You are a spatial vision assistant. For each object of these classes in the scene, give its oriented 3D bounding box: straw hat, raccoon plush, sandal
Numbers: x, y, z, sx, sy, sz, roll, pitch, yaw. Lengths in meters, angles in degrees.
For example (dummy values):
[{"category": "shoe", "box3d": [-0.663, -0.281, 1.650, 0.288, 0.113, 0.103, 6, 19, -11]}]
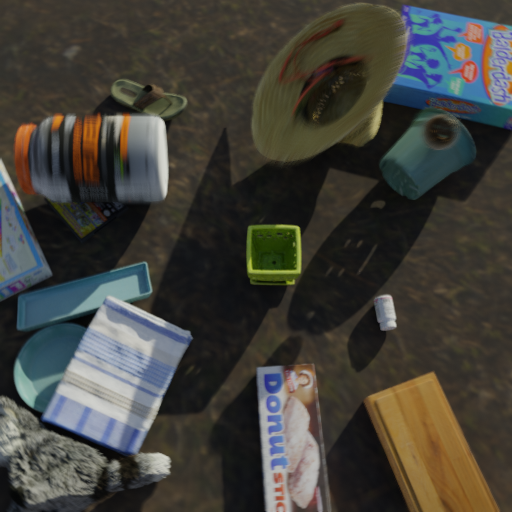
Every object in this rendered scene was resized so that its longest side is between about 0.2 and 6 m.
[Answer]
[{"category": "straw hat", "box3d": [1.746, -3.139, 11.415, 3.847, 1.628, 3.847, -25, 49, 32]}, {"category": "raccoon plush", "box3d": [-3.151, 3.266, 9.545, 2.931, 1.418, 1.963, -1, 50, -30]}, {"category": "sandal", "box3d": [-2.414, -3.488, 12.353, 1.800, 0.514, 0.715, 18, 69, 7]}]

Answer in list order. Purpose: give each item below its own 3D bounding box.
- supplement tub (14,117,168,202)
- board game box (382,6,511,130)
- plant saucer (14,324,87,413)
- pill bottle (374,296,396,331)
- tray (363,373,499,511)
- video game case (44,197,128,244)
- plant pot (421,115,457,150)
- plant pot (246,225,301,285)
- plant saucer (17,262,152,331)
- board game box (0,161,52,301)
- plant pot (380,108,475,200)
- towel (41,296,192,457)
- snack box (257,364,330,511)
[{"category": "supplement tub", "box3d": [-3.127, -1.867, 10.910, 2.691, 1.649, 1.649, -2, 68, -5]}, {"category": "board game box", "box3d": [4.528, -4.250, 12.564, 3.058, 0.688, 2.325, 14, 69, 6]}, {"category": "plant saucer", "box3d": [-3.543, 2.064, 10.234, 1.636, 0.294, 1.636, 0, 68, 1]}, {"category": "pill bottle", "box3d": [2.446, 1.087, 10.601, 0.340, 0.340, 0.600, -5, 68, -2]}, {"category": "tray", "box3d": [2.981, 3.473, 9.572, 1.291, 0.485, 2.617, -19, 70, -7]}, {"category": "video game case", "box3d": [-3.498, -1.064, 11.546, 1.177, 0.166, 1.302, -39, 74, -17]}, {"category": "plant pot", "box3d": [3.447, -2.328, 10.379, 0.629, 0.629, 0.576, 34, 32, 13]}, {"category": "plant pot", "box3d": [0.322, 0.044, 10.718, 0.999, 0.907, 0.994, 1, 67, 0]}, {"category": "plant saucer", "box3d": [-3.239, 0.790, 10.648, 2.513, 0.238, 0.878, -16, 46, -6]}, {"category": "board game box", "box3d": [-5.638, -0.474, 11.131, 2.055, 0.523, 3.056, -27, 71, -11]}, {"category": "plant pot", "box3d": [3.374, -1.976, 11.332, 1.412, 1.441, 1.441, -42, 74, -8]}, {"category": "towel", "box3d": [-2.386, 2.096, 9.904, 1.785, 0.289, 2.431, 28, 68, -11]}, {"category": "snack box", "box3d": [0.621, 3.375, 9.664, 1.049, 0.355, 2.917, -4, 68, -2]}]
